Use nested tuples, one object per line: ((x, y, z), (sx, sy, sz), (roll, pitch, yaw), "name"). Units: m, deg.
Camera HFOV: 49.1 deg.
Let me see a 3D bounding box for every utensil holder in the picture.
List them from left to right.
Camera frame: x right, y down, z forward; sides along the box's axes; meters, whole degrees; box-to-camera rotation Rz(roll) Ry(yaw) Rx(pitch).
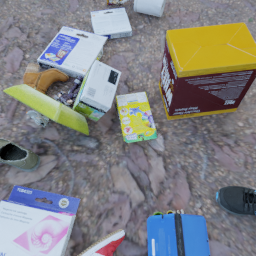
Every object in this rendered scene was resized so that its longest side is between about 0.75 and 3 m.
((1.159, -6.501, 14.520), (1.424, 1.210, 1.210), (17, 61, 7), "utensil holder")

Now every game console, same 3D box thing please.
((1.611, 3.809, 8.932), (1.665, 1.154, 1.951), (-16, 58, 27), "game console")

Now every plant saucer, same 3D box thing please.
((-2.759, -0.731, 10.197), (2.506, 2.509, 0.601), (28, 88, 21), "plant saucer")

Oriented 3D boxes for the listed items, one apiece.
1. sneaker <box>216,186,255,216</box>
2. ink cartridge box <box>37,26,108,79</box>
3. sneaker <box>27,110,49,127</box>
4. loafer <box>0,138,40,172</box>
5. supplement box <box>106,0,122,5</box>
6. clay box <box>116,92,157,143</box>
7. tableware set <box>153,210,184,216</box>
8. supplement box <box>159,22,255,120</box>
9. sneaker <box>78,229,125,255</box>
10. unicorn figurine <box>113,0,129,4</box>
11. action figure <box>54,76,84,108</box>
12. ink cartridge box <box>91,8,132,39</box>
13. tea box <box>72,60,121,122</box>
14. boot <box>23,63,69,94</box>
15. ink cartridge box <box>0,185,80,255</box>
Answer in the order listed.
((4.399, 2.404, 9.259), (2.808, 1.150, 1.028), (10, 60, 7), "sneaker")
((-2.519, -3.553, 13.144), (2.469, 0.587, 2.499), (19, 60, 13), "ink cartridge box")
((-3.586, -0.349, 11.091), (0.946, 0.358, 0.435), (29, 52, -34), "sneaker")
((-4.552, 0.798, 10.329), (2.679, 0.933, 1.007), (13, 60, 8), "loafer")
((-0.766, -7.039, 15.234), (0.874, 0.482, 0.374), (-8, 60, -4), "supplement box")
((0.313, -0.366, 11.249), (1.293, 0.536, 2.251), (-8, 60, -5), "clay box")
((1.505, 3.577, 9.067), (1.257, 0.286, 1.866), (-10, 60, -6), "tableware set")
((2.922, -2.060, 10.812), (2.956, 2.997, 1.990), (-7, 60, -4), "supplement box")
((-0.898, 4.302, 8.270), (2.695, 0.960, 1.516), (-30, 74, -27), "sneaker")
((0.064, -7.280, 14.717), (1.930, 2.810, 1.038), (-16, 103, -6), "unicorn figurine")
((-2.346, -1.387, 11.828), (1.141, 0.608, 1.753), (36, 67, 17), "action figure")
((-0.877, -5.304, 14.263), (1.873, 0.381, 1.877), (-9, 60, -6), "ink cartridge box")
((-1.252, -1.393, 10.988), (1.133, 1.668, 1.696), (23, 63, -17), "tea box")
((-3.552, -1.883, 12.049), (1.857, 0.712, 1.442), (14, 75, -27), "boot")
((-3.144, 3.235, 9.129), (2.537, 0.560, 2.584), (10, 61, 6), "ink cartridge box")
